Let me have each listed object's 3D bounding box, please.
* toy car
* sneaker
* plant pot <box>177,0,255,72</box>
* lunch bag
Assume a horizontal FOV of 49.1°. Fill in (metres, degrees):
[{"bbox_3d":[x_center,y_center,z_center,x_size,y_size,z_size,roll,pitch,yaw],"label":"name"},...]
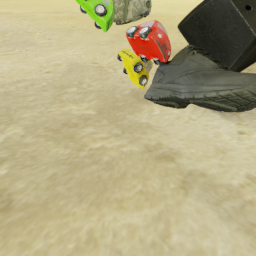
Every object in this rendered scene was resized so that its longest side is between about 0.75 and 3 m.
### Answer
[{"bbox_3d":[-0.140,-1.897,5.281,0.531,2.241,2.381,-43,1,-9],"label":"toy car"},{"bbox_3d":[1.074,-0.792,4.239,0.843,1.008,2.220,16,-1,-36],"label":"sneaker"},{"bbox_3d":[3.073,-2.892,7.601,2.253,2.247,1.998,-32,-5,-11],"label":"plant pot"},{"bbox_3d":[-0.158,-3.795,8.691,1.357,1.127,1.617,-6,19,-22],"label":"lunch bag"}]
